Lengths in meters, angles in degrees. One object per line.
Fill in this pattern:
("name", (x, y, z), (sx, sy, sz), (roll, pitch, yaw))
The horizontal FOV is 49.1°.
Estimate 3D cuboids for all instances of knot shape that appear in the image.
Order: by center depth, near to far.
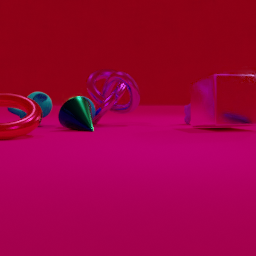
("knot shape", (-0.615, -1.189, 9.022), (2.036, 1.905, 0.941), (-33, -35, 23))

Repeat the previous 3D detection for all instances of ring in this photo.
("ring", (-2.537, -0.275, 5.660), (1.555, 0.311, 1.555), (8, 31, -5))

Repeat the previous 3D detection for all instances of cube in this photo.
("cube", (2.476, -0.659, 7.312), (1.252, 1.252, 1.252), (-1, 0, -15))

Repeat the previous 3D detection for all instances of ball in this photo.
("ball", (-1.353, -0.477, 7.948), (0.847, 0.847, 0.847), (0, 5, 0))

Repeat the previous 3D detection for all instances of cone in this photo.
("cone", (-1.095, -0.155, 6.954), (0.944, 0.944, 0.948), (-4, 33, -40))

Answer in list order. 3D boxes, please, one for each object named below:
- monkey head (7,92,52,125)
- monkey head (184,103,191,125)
("monkey head", (-2.850, -0.668, 8.264), (1.146, 0.960, 1.592), (24, -12, -21))
("monkey head", (2.141, -0.456, 9.072), (0.624, 1.036, 0.745), (-21, 24, 36))
